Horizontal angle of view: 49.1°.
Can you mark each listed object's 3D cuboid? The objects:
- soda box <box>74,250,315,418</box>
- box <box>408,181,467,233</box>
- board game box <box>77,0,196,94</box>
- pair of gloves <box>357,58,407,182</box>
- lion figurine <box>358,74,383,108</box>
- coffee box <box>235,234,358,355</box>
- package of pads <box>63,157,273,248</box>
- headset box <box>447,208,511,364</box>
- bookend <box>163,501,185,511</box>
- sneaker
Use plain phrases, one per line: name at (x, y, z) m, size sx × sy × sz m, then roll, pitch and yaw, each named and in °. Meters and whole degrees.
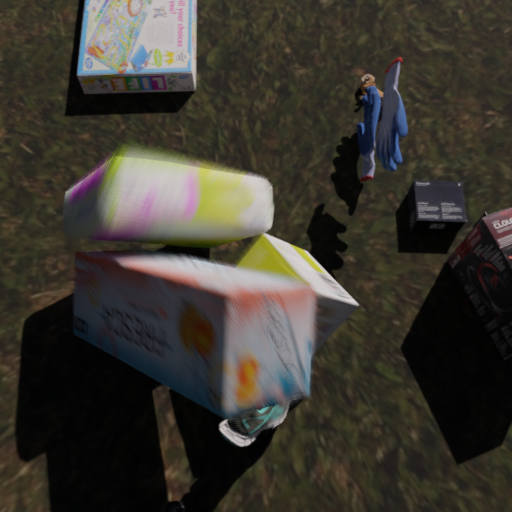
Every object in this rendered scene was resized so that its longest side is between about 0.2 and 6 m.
soda box at (-1.174, 0.854, 8.238) m, size 1.414 × 4.447 × 1.521 m, roll -2°, pitch 98°, yaw -39°
box at (3.578, -0.980, 11.129) m, size 0.980 × 0.510 × 0.893 m, roll 3°, pitch 68°, yaw 1°
board game box at (-2.667, -5.466, 12.974) m, size 2.510 × 0.639 × 3.734 m, roll -2°, pitch 67°, yaw 0°
pair of gloves at (2.396, -2.497, 10.810) m, size 0.285 × 2.502 × 2.012 m, roll 4°, pitch 86°, yaw -6°
lion figurine at (2.660, -3.563, 12.375) m, size 0.972 × 0.352 × 0.595 m, roll 41°, pitch 64°, yaw 1°
coffee box at (0.452, 0.740, 9.197) m, size 1.444 × 1.430 × 1.446 m, roll -50°, pitch 54°, yaw 15°
package of pads at (-1.436, -0.796, 9.353) m, size 2.917 × 2.254 × 0.995 m, roll 3°, pitch 81°, yaw -35°
headset box at (4.458, 0.416, 9.812) m, size 0.926 × 1.835 × 2.469 m, roll -19°, pitch 68°, yaw -9°
bookend at (-0.726, 5.285, 8.130) m, size 2.413 × 1.111 × 2.397 m, roll 24°, pitch 69°, yaw 9°
sneaker at (0.141, 2.365, 9.014) m, size 0.681 × 1.755 × 0.800 m, roll 32°, pitch 115°, yaw 18°
